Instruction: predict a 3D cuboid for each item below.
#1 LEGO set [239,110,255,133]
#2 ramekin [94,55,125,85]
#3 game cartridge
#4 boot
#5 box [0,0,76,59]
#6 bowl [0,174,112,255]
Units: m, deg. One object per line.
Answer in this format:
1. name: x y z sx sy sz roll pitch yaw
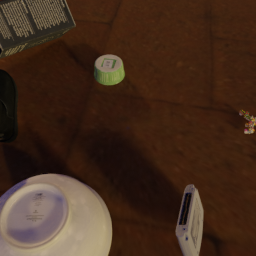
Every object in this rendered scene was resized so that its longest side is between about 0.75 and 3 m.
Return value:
1. LEGO set: 3.300 -0.238 7.616 0.375 0.303 0.814 -3 53 9
2. ramekin: -0.594 -1.854 8.782 0.979 0.478 0.979 0 53 0
3. game cartridge: 1.262 1.910 5.573 0.277 0.902 1.356 -12 26 28
4. boot: -3.378 -0.710 6.711 0.824 1.824 2.226 -12 77 1
5. box: -3.158 -3.257 8.781 2.372 1.270 1.761 -29 17 -24
6. bowl: -1.661 1.897 5.452 2.675 1.202 2.675 0 51 0
